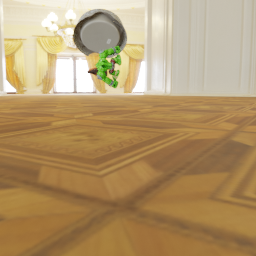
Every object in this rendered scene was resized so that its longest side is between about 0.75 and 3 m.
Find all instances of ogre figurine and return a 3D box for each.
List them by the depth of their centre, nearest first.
[{"bbox_3d":[-0.751,-2.431,10.906,0.957,1.597,0.783,3,23,-38],"label":"ogre figurine"}]

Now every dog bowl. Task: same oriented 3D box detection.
[{"bbox_3d":[-1.134,-3.863,11.503,2.199,0.645,2.199,-2,-33,-1],"label":"dog bowl"}]

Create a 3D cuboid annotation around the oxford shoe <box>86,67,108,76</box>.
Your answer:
[{"bbox_3d":[-1.297,-2.378,12.055,1.112,0.403,0.396,-13,3,-41],"label":"oxford shoe"}]
